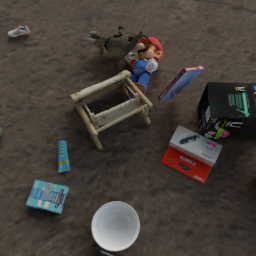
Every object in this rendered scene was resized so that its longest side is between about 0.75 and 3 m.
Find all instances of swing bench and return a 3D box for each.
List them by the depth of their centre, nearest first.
[{"bbox_3d":[-0.644,-0.835,10.058,2.235,1.458,2.247,-27,68,-11],"label":"swing bench"}]

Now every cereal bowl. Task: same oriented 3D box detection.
[{"bbox_3d":[-0.373,3.035,8.620,1.452,0.605,1.452,0,64,-1],"label":"cereal bowl"}]

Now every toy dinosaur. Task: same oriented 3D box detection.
[{"bbox_3d":[-0.271,-3.345,11.335,2.923,1.125,1.495,28,65,36],"label":"toy dinosaur"}]

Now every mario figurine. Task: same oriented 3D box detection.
[{"bbox_3d":[0.458,-2.576,10.972,1.612,1.384,2.611,16,67,12],"label":"mario figurine"}]

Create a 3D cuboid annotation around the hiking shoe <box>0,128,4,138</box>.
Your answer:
[{"bbox_3d":[-5.297,-0.338,10.108,1.829,0.921,0.692,34,68,15],"label":"hiking shoe"}]

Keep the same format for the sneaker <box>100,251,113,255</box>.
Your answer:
[{"bbox_3d":[-0.486,4.027,8.314,0.879,0.311,0.436,18,67,14],"label":"sneaker"}]

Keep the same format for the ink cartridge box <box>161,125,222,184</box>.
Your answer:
[{"bbox_3d":[2.216,0.896,9.816,1.698,0.370,1.474,26,65,12],"label":"ink cartridge box"}]

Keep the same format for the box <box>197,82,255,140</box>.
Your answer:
[{"bbox_3d":[3.774,-0.550,9.767,2.300,1.708,1.430,2,64,1],"label":"box"}]

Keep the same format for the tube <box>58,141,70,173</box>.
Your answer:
[{"bbox_3d":[-2.281,1.001,9.844,0.424,0.276,1.094,-13,68,8],"label":"tube"}]

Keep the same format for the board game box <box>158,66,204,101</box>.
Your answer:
[{"bbox_3d":[1.860,-1.577,10.044,0.907,1.762,0.171,-12,68,-33],"label":"board game box"}]

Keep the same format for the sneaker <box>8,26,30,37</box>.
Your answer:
[{"bbox_3d":[-4.843,-4.304,12.332,0.965,0.451,0.340,-8,64,-5],"label":"sneaker"}]

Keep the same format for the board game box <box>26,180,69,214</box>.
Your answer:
[{"bbox_3d":[-2.628,2.251,9.193,1.138,0.267,0.859,11,64,6],"label":"board game box"}]
